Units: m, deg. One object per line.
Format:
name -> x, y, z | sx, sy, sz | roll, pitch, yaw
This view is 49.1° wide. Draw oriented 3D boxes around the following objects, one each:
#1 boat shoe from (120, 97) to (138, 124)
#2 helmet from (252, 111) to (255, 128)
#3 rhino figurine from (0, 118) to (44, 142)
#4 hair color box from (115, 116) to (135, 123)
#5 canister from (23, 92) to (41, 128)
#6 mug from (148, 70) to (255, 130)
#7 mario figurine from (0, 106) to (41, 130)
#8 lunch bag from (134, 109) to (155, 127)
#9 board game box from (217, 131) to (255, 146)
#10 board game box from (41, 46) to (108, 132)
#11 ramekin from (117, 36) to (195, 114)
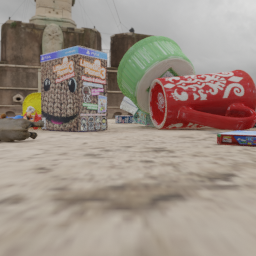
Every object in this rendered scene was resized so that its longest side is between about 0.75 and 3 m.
boat shoe -> 0.600, -0.674, 15.491 | 2.667, 1.137, 0.985 | 32, 9, 21
helmet -> 4.391, -0.651, 9.990 | 1.332, 1.270, 1.332 | 0, 2, 0
rhino figurine -> -1.972, 0.025, 4.366 | 1.225, 0.366, 0.536 | -1, 2, 19
hair color box -> 0.052, -0.522, 17.204 | 1.557, 0.471, 0.779 | -1, 2, -14
canister -> -2.307, -0.594, 10.324 | 2.002, 1.166, 2.695 | 0, 1, 6
mug -> 2.279, -0.841, 8.452 | 2.821, 1.882, 2.504 | -4, 1, -14
mario figurine -> -3.109, -0.295, 8.155 | 1.242, 0.766, 0.658 | -4, -10, -4
lunch bag -> 0.879, -0.420, 10.993 | 1.022, 0.731, 1.200 | 2, 0, -23
board game box -> 2.109, 0.151, 3.600 | 1.657, 0.161, 0.853 | 2, 4, 40
board game box -> -1.505, -0.989, 7.730 | 1.692, 2.122, 1.028 | 1, 2, 41
ramekin -> 1.029, -1.682, 9.597 | 2.563, 2.563, 1.252 | -1, 39, -27
